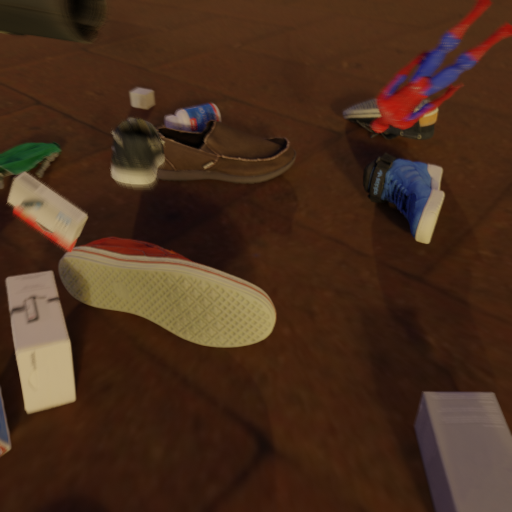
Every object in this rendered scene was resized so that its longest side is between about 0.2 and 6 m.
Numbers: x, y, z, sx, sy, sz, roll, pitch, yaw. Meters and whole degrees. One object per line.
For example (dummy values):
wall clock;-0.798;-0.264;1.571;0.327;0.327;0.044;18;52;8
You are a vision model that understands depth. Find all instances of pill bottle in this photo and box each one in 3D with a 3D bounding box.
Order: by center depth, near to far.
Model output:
pill bottle;-1.407;-2.958;12.410;1.135;0.637;0.637;-19;40;-22

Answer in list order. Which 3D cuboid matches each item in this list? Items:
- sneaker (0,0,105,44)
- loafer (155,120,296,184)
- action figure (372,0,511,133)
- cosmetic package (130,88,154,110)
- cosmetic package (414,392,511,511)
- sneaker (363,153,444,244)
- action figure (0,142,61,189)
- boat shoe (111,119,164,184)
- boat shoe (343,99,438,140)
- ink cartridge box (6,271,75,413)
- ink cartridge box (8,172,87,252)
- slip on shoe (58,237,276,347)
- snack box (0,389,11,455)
sneaker;-1.959;-2.480;5.470;1.312;0.924;2.471;14;26;0
loafer;-0.667;-2.049;10.800;2.932;1.041;1.071;-4;36;-5
action figure;2.551;-2.596;8.209;0.790;2.416;0.624;48;45;-1
cosmetic package;-2.828;-3.909;13.926;0.454;0.380;0.378;15;37;18
cosmetic package;2.114;2.086;5.482;0.795;0.671;1.488;2;39;3
sneaker;2.406;-1.035;9.477;1.333;0.920;2.396;15;34;10
action figure;-4.499;-1.856;10.974;1.178;0.545;1.995;12;31;18
boat shoe;-1.491;-1.459;7.191;0.719;0.574;1.902;4;24;-16
boat shoe;2.886;-2.984;12.350;0.954;0.796;2.558;-30;30;-26
ink cartridge box;-2.560;0.988;6.652;0.577;0.999;1.368;-9;37;-23
ink cartridge box;-2.337;-0.423;6.191;0.825;0.727;0.184;35;44;-4
slip on shoe;-1.157;0.355;7.507;3.177;1.177;0.972;12;33;24
snack box;-3.465;1.100;6.504;0.330;0.975;2.712;-35;44;-6
